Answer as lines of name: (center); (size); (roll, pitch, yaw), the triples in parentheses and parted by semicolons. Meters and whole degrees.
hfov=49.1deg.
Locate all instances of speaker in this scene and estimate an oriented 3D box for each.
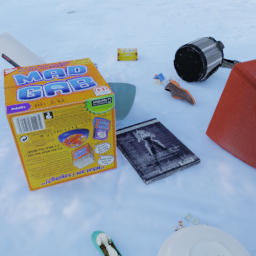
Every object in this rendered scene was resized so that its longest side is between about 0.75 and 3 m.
speaker: (-4.494, -2.952, 12.183); (2.567, 1.042, 1.042); (38, 38, -10)

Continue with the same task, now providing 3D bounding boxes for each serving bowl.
serving bowl: (1.616, 2.813, 5.599); (2.111, 0.694, 2.111); (1, 39, -1)

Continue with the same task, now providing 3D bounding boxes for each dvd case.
dvd case: (0.769, 0.623, 9.116); (1.939, 0.208, 2.607); (-18, 40, -21)

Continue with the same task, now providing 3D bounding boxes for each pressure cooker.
pressure cooker: (3.402, -3.256, 13.048); (1.850, 1.879, 2.103); (27, 44, 37)

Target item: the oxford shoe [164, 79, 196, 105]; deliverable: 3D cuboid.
oxford shoe: (2.188, -1.376, 11.743); (0.595, 0.584, 1.640); (-42, 51, 0)

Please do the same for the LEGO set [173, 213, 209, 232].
LEGO set: (1.481, 2.386, 6.714); (0.600, 0.197, 0.804); (25, 44, 36)

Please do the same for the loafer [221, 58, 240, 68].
loafer: (5.340, -3.320, 14.346); (1.456, 0.458, 0.523); (8, 37, 11)

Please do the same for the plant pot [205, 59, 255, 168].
plant pot: (4.564, -0.255, 8.343); (2.903, 2.901, 2.559); (-15, 49, -20)

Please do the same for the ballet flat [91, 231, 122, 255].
ballet flat: (-0.430, 2.624, 6.167); (0.410, 0.428, 1.217); (-20, 40, -28)

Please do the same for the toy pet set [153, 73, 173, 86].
toy pet set: (1.545, -2.392, 13.019); (0.973, 0.517, 0.908); (25, 43, 31)

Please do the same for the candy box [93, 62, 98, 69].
candy box: (-1.768, -2.343, 12.547); (0.835, 0.987, 0.380); (-29, 46, -32)

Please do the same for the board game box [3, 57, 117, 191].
board game box: (-1.965, -0.238, 8.256); (2.593, 2.591, 2.592); (-13, 38, -17)

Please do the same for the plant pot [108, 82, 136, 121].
plant pot: (-0.541, -0.880, 10.185); (1.731, 1.166, 1.731); (-3, -5, 0)

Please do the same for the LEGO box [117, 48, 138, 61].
LEGO box: (-0.040, -4.035, 15.357); (1.113, 0.429, 0.829); (0, 36, -1)
